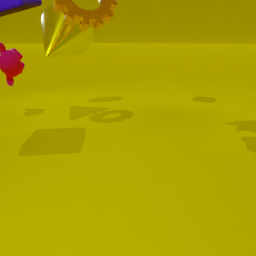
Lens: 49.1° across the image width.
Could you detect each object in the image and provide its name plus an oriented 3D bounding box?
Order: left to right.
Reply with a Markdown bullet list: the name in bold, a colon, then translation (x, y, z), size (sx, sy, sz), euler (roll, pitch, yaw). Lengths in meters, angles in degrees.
- **cube**: translation (-2.274, -2.371, 4.241), size (1.302, 1.302, 1.302), euler (-14, 24, 3)
- **monkey head**: translation (-3.484, -1.863, 8.066), size (0.884, 1.229, 0.741), euler (3, 26, 16)
- **cone**: translation (-1.873, -2.253, 7.421), size (1.546, 1.546, 1.552), euler (4, 43, 11)
- **gear**: translation (-0.983, -2.948, 6.368), size (1.473, 1.473, 0.272), euler (-8, -9, -24)
